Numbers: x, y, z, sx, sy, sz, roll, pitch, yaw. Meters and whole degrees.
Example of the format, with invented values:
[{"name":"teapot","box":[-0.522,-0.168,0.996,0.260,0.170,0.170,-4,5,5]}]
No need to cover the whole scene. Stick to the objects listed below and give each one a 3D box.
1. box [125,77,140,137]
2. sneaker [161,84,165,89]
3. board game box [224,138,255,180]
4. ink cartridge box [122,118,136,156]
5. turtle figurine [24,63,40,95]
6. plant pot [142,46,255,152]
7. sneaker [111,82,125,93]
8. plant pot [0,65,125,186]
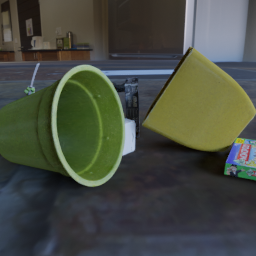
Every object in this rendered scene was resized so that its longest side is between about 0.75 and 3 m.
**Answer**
[{"name":"box","box":[0.155,-0.738,9.445,0.444,1.786,1.408,-1,17,2]},{"name":"sneaker","box":[3.184,-2.030,15.441,2.515,0.952,1.157,-12,27,-13]},{"name":"board game box","box":[3.330,0.763,6.951,1.491,0.323,2.216,9,17,25]},{"name":"ink cartridge box","box":[-0.427,0.159,8.035,1.260,0.911,0.533,14,22,38]},{"name":"turtle figurine","box":[-2.963,-1.048,10.060,1.720,2.389,2.317,28,38,-14]},{"name":"plant pot","box":[2.150,-0.676,8.139,2.430,2.360,2.376,32,20,-1]},{"name":"sneaker","box":[-0.318,-1.649,11.799,1.137,0.432,0.516,0,28,8]},{"name":"plant pot","box":[-1.729,0.044,6.573,2.437,2.566,2.566,-6,12,30]}]
